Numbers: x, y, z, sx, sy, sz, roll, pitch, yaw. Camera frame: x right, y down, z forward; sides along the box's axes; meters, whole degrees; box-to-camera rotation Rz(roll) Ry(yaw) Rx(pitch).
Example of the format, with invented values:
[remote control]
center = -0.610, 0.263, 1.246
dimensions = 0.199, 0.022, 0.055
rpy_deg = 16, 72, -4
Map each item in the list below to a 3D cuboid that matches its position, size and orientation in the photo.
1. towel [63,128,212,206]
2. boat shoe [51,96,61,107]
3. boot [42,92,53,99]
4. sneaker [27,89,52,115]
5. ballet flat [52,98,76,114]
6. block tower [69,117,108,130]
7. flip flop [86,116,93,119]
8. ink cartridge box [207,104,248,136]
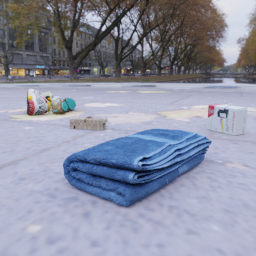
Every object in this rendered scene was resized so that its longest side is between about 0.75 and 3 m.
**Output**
[towel]
center = 0.276, 0.436, 4.691
dimensions = 1.427, 0.620, 2.556
rpy_deg = 7, 14, 36
[boat shoe]
center = -3.498, -1.202, 13.628
dimensions = 0.439, 0.509, 1.414
rpy_deg = 26, 15, 0
[boot]
center = -5.076, -1.807, 16.286
dimensions = 1.169, 0.547, 1.504
rpy_deg = -6, 16, -26
[sneaker]
center = -3.756, -1.047, 11.833
dimensions = 0.992, 0.939, 2.414
rpy_deg = 0, 20, -21
[ballet flat]
center = -2.746, -0.882, 11.800
dimensions = 0.658, 0.617, 1.818
rpy_deg = -18, 13, 9
[block tower]
center = -1.195, -0.127, 8.338
dimensions = 1.148, 0.332, 0.310
rpy_deg = 1, 11, 15
[flip flop]
center = -1.291, -0.223, 8.805
dimensions = 1.085, 0.312, 0.440
rpy_deg = 5, 12, 24
[ink cartridge box]
center = 2.752, -0.250, 7.840
dimensions = 0.421, 0.741, 1.017
rpy_deg = -7, 13, -31
